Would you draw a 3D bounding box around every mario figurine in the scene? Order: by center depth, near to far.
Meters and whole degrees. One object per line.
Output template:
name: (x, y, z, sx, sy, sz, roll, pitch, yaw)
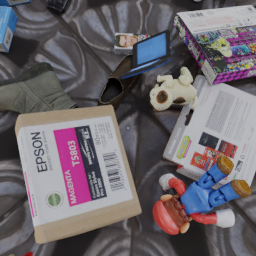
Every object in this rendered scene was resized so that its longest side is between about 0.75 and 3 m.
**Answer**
mario figurine: (1.606, 1.639, 6.616, 1.267, 2.391, 1.476, 35, 31, -27)

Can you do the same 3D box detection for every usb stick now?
usb stick: (-1.889, -4.675, 8.877, 0.649, 0.382, 2.342, 20, 76, -2)

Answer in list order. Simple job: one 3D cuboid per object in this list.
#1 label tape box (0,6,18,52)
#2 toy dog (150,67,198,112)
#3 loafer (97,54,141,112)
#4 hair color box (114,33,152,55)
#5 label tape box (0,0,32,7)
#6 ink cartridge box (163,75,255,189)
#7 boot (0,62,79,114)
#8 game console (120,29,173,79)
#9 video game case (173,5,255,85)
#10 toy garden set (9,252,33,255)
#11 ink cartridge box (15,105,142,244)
label tape box: (-4.342, -3.010, 8.352, 1.721, 0.569, 1.233, 6, 75, 4)
toy dog: (1.012, -0.781, 6.692, 1.097, 0.766, 1.064, -23, 77, -23)
loafer: (-0.189, -1.267, 7.807, 0.736, 0.719, 2.015, 26, 77, 7)
hair color box: (0.157, -2.489, 8.328, 1.084, 0.329, 0.537, 3, 76, 1)
label tape box: (-3.960, -4.807, 8.779, 1.419, 0.623, 1.968, -15, 76, -4)
ink cartridge box: (2.269, 0.184, 7.263, 2.163, 1.033, 2.464, 25, 77, 6)
boot: (-2.814, -0.509, 7.580, 2.630, 0.891, 1.718, -30, 83, -6)
game console: (0.419, -1.879, 7.180, 1.098, 1.286, 0.761, -36, 109, -45)
video game case: (2.885, -2.391, 7.692, 2.596, 0.465, 2.353, -14, 61, -17)
toy garden set: (-2.923, 3.822, 6.659, 1.909, 0.381, 1.591, -26, 77, -7)
ink cartridge box: (-1.207, 0.984, 6.657, 2.322, 1.059, 2.819, -9, 75, -28)
